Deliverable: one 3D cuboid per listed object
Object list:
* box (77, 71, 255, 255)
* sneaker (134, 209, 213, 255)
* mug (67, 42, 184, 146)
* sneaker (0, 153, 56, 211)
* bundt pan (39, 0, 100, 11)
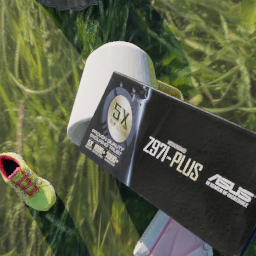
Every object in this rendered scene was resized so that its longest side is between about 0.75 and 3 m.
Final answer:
[{"bbox_3d":[1.156,0.457,4.359,2.384,2.911,1.253,30,98,33],"label":"box"},{"bbox_3d":[1.492,2.098,6.455,1.478,1.064,2.828,33,81,10],"label":"sneaker"},{"bbox_3d":[-0.078,-0.690,7.007,2.239,2.796,2.295,-14,61,29],"label":"mug"},{"bbox_3d":[-2.540,1.305,6.779,1.884,0.851,0.736,40,76,9],"label":"sneaker"},{"bbox_3d":[-1.809,-5.166,8.495,3.006,1.128,3.006,0,73,1],"label":"bundt pan"}]
